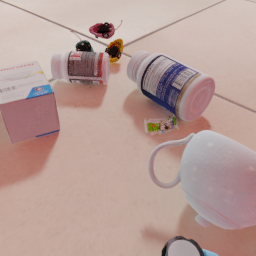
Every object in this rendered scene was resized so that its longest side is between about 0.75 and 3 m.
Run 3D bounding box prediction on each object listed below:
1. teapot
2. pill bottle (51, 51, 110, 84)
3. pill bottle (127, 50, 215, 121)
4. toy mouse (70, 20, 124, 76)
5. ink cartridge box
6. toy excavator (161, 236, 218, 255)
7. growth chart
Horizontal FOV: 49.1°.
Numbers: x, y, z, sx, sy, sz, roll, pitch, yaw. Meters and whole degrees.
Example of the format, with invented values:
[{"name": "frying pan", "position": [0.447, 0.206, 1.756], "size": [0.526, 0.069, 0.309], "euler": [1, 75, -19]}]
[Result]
[{"name": "teapot", "position": [1.978, 1.279, 6.040], "size": [1.775, 2.398, 2.430], "euler": [-55, 31, -1]}, {"name": "pill bottle", "position": [-1.736, -2.234, 10.355], "size": [2.010, 1.165, 1.165], "euler": [4, 42, 3]}, {"name": "pill bottle", "position": [1.293, -1.543, 9.332], "size": [1.574, 1.574, 2.835], "euler": [-30, 50, -29]}, {"name": "toy mouse", "position": [-1.327, -3.605, 11.943], "size": [2.540, 0.553, 2.859], "euler": [19, 71, 13]}, {"name": "ink cartridge box", "position": [-3.158, -0.864, 8.628], "size": [1.506, 1.480, 2.046], "euler": [-17, 45, -19]}, {"name": "toy excavator", "position": [1.589, 3.417, 4.125], "size": [2.892, 1.444, 2.812], "euler": [17, 45, 5]}, {"name": "growth chart", "position": [1.052, -0.088, 8.829], "size": [1.132, 0.100, 0.819], "euler": [-7, 44, -7]}]
